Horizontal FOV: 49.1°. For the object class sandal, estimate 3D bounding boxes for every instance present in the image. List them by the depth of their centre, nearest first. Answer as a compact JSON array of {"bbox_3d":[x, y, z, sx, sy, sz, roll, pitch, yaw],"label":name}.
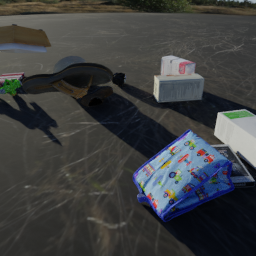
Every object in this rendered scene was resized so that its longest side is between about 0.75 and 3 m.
[{"bbox_3d":[-1.643,-1.116,7.503,2.671,0.729,1.091,-7,-14,14],"label":"sandal"}]

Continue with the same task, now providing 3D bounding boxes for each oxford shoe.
[{"bbox_3d":[-1.247,-1.305,12.222,0.783,0.674,1.855,36,46,27],"label":"oxford shoe"}]

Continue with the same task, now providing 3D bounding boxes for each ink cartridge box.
[{"bbox_3d":[2.505,-2.852,14.255,0.741,1.311,1.789,-16,32,-27],"label":"ink cartridge box"}]

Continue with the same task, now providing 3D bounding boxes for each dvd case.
[{"bbox_3d":[2.591,1.058,8.071,1.358,0.223,1.807,-3,30,-4],"label":"dvd case"}]

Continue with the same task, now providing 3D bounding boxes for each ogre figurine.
[{"bbox_3d":[-5.648,-1.893,13.057,0.977,0.799,1.629,7,15,38],"label":"ogre figurine"}]

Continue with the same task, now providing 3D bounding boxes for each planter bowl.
[{"bbox_3d":[-2.551,-2.335,13.179,1.738,1.738,1.169,-12,58,-22],"label":"planter bowl"}]

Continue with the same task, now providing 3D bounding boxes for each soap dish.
[{"bbox_3d":[-3.170,-2.472,7.889,1.590,0.646,1.251,8,12,33],"label":"soap dish"}]

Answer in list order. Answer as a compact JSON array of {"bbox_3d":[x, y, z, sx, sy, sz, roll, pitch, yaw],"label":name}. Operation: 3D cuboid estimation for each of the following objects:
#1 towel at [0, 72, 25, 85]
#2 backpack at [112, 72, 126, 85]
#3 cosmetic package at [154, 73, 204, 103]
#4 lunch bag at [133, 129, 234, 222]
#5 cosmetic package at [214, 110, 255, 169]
[{"bbox_3d":[-6.388,-2.641,15.077,1.298,0.205,1.803,-4,27,-3],"label":"towel"},{"bbox_3d":[-0.433,-2.533,14.474,0.735,0.558,0.881,12,30,7],"label":"backpack"},{"bbox_3d":[2.254,-1.825,12.631,2.055,1.062,0.897,-3,28,-8],"label":"cosmetic package"},{"bbox_3d":[1.201,1.237,6.976,2.184,1.027,1.644,-27,36,-11],"label":"lunch bag"},{"bbox_3d":[3.858,0.280,8.821,1.171,0.924,2.177,-7,27,-18],"label":"cosmetic package"}]
